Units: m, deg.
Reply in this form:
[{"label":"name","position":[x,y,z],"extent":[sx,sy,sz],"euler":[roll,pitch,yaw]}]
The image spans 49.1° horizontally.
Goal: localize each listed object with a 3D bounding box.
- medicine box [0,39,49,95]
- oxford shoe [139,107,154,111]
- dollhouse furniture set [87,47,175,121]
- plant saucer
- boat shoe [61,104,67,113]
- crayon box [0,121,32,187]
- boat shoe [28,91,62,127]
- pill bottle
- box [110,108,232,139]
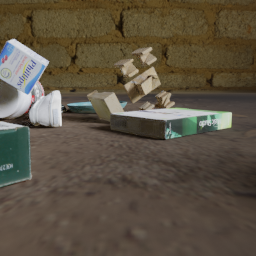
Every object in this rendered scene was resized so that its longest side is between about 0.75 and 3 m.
[{"label":"medicine box","position":[-3.014,-1.712,7.874],"extent":[1.146,1.044,0.590],"euler":[32,16,-17]},{"label":"oxford shoe","position":[0.686,-0.709,11.113],"extent":[0.336,0.343,0.941],"euler":[8,12,42]},{"label":"dollhouse furniture set","position":[0.008,-1.175,9.145],"extent":[2.208,2.028,1.437],"euler":[-36,24,-19]},{"label":"plant saucer","position":[-1.340,-0.934,12.306],"extent":[2.615,0.358,2.615],"euler":[-3,9,0]},{"label":"boat shoe","position":[-2.899,-0.871,12.191],"extent":[0.423,0.338,1.119],"euler":[-1,9,-6]},{"label":"crayon box","position":[-2.723,0.254,3.578],"extent":[2.771,0.704,1.759],"euler":[9,12,42]},{"label":"boat shoe","position":[-2.528,-0.546,8.523],"extent":[0.953,1.002,2.783],"euler":[-1,18,-14]},{"label":"pill bottle","position":[-4.089,-1.157,10.002],"extent":[1.571,1.571,2.759],"euler":[-1,9,-3]},{"label":"box","position":[1.163,-0.190,7.362],"extent":[2.685,0.488,1.938],"euler":[-9,12,-40]}]
